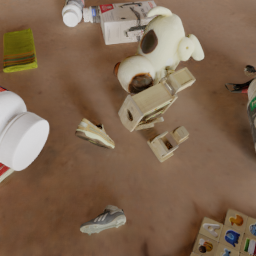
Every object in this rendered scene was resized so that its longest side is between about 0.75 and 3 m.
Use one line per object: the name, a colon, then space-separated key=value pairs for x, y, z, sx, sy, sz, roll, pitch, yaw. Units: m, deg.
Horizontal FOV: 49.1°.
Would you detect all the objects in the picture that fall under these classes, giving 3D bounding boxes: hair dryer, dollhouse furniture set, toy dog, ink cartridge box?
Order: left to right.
ink cartridge box: x=0.105 y=-4.430 z=11.662 sx=2.378 sy=0.986 sz=1.746 roll=-8 pitch=47 yaw=-7
toy dog: x=0.807 y=-2.062 z=8.543 sx=1.766 sy=2.454 sz=2.531 roll=38 pitch=84 yaw=28
dollhouse furniture set: x=1.198 y=-0.313 z=8.102 sx=2.186 sy=1.216 sz=1.934 roll=-29 pitch=78 yaw=-24
hair dryer: x=4.287 y=-1.274 z=9.255 sx=1.387 sy=0.495 sz=1.821 roll=-42 pitch=53 yaw=-13

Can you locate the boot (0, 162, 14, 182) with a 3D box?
boot: x=-3.270 y=0.726 z=6.796 sx=0.592 sy=1.180 sz=1.636 roll=18 pitch=49 yaw=17

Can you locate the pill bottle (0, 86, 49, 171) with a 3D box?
pill bottle: x=-3.191 y=-0.272 z=5.849 sx=2.839 sy=1.582 sz=1.582 roll=27 pitch=52 yaw=6

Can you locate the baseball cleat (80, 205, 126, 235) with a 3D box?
baseball cleat: x=-0.575 y=2.021 z=6.217 sx=1.020 sy=0.356 sz=0.543 roll=-4 pitch=41 yaw=-17

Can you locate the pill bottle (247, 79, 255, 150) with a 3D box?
pill bottle: x=4.038 y=-0.189 z=7.403 sx=1.531 sy=1.531 sz=2.707 roll=6 pitch=47 yaw=5

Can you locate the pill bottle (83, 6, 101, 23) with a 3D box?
pill bottle: x=-1.366 y=-5.058 z=12.450 sx=1.226 sy=0.698 sz=0.698 roll=-7 pitch=48 yaw=-6

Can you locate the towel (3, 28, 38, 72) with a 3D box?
towel: x=-4.278 y=-3.126 z=10.981 sx=1.202 sy=0.252 sz=2.792 roll=-12 pitch=48 yaw=-12

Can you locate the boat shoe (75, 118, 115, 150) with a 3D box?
boat shoe: x=-0.733 y=0.146 z=7.106 sx=0.516 sy=1.440 sz=0.549 roll=7 pitch=75 yaw=28

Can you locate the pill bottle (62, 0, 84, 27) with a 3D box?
pill bottle: x=-2.450 y=-5.189 z=12.449 sx=0.878 sy=0.878 sz=1.587 roll=0 pitch=47 yaw=0

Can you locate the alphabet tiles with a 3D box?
alphabet tiles: x=2.596 y=2.880 z=5.555 sx=2.659 sy=0.084 sz=2.212 roll=21 pitch=51 yaw=18
